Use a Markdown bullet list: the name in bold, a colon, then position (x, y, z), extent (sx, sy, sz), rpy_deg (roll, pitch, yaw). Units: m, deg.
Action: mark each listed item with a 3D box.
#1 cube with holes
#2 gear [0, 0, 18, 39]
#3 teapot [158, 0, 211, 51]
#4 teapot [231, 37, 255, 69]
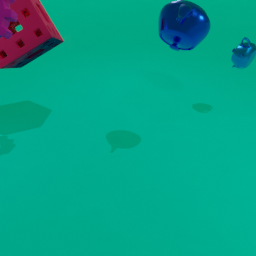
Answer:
- **cube with holes**: position (-2.534, -2.312, 6.489), extent (1.343, 1.343, 1.343), rpy_deg (-30, 12, 5)
- **gear**: position (-2.452, -1.889, 4.534), extent (1.243, 1.243, 0.230), rpy_deg (1, 5, 2)
- **teapot**: position (0.953, -1.778, 5.005), extent (0.955, 0.752, 1.535), rpy_deg (23, -4, 9)
- **teapot**: position (3.179, -2.023, 7.820), extent (0.588, 1.202, 0.747), rpy_deg (37, 69, 25)
